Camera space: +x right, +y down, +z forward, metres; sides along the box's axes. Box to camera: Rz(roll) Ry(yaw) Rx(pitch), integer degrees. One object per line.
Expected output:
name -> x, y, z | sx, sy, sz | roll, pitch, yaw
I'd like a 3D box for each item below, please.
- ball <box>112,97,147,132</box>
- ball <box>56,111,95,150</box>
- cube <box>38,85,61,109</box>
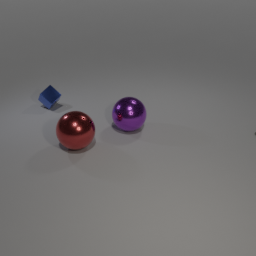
ball -> 0.049, -0.556, 11.260 | 1.400, 1.400, 1.400 | 0, 29, 0
ball -> -1.873, 0.083, 10.045 | 1.400, 1.400, 1.400 | 0, 29, 0
cube -> -3.651, -1.434, 13.059 | 0.700, 0.700, 0.700 | 42, 60, -7
